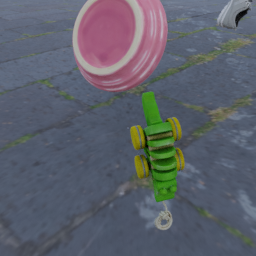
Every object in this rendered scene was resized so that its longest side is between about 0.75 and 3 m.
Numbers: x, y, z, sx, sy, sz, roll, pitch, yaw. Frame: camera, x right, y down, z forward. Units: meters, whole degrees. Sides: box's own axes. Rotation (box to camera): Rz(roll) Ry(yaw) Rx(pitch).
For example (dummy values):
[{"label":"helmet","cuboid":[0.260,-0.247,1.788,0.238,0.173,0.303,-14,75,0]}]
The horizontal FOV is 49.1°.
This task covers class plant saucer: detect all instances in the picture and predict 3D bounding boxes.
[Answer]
[{"label":"plant saucer","cuboid":[-0.396,-2.331,7.078,2.783,2.783,0.705,21,10,29]}]

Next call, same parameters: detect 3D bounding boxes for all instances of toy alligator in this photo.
[{"label":"toy alligator","cuboid":[0.425,0.539,3.441,0.577,1.947,0.528,-11,15,-8]}]

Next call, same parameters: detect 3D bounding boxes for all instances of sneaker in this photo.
[{"label":"sneaker","cuboid":[3.527,-3.830,8.482,0.683,1.827,0.749,-6,42,-44]}]
